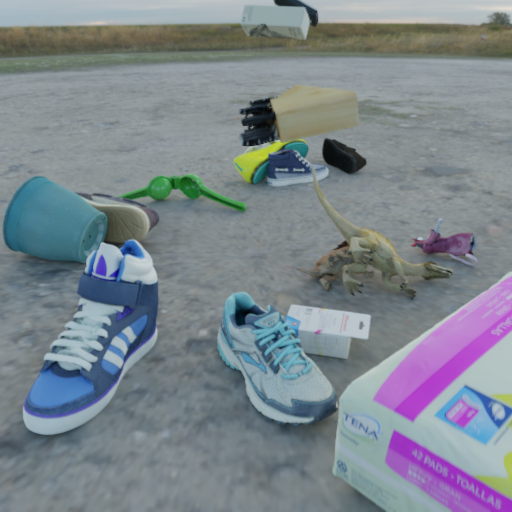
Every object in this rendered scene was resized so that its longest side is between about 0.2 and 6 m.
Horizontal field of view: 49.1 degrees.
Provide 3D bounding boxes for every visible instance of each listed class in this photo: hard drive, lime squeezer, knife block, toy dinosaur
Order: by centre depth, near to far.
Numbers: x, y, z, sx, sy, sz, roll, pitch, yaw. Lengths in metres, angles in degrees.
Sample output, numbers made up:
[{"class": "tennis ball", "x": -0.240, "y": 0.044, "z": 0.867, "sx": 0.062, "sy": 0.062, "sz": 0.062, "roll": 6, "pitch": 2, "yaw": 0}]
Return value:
[{"class": "toy dinosaur", "x": 1.903, "y": -0.130, "z": 9.731, "sx": 3.121, "sy": 0.908, "sz": 1.578, "roll": 34, "pitch": 36, "yaw": -3}, {"class": "toy dinosaur", "x": 1.436, "y": 0.111, "z": 10.186, "sx": 1.543, "sy": 0.662, "sz": 1.046, "roll": -20, "pitch": 18, "yaw": -6}, {"class": "knife block", "x": 0.824, "y": -3.062, "z": 12.686, "sx": 2.407, "sy": 0.770, "sz": 2.113, "roll": 20, "pitch": 49, "yaw": 35}, {"class": "hard drive", "x": 0.922, "y": -5.930, "z": 13.341, "sx": 1.183, "sy": 0.195, "sz": 0.826, "roll": 32, "pitch": 8, "yaw": 5}, {"class": "lime squeezer", "x": -2.042, "y": -1.454, "z": 13.663, "sx": 3.560, "sy": 0.672, "sz": 1.257, "roll": 1, "pitch": 56, "yaw": -2}]

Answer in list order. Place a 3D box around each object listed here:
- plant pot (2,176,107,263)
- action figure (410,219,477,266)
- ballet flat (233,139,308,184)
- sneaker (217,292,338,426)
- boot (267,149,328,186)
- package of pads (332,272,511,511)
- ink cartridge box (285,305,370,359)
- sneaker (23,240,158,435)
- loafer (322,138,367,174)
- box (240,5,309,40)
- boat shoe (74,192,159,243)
[{"class": "plant pot", "x": -3.723, "y": -0.569, "z": 10.716, "sx": 1.447, "sy": 1.540, "sz": 1.540, "roll": 20, "pitch": 29, "yaw": 6}, {"class": "action figure", "x": 3.650, "y": -0.171, "z": 10.967, "sx": 1.235, "sy": 0.827, "sz": 0.920, "roll": -2, "pitch": 64, "yaw": 18}, {"class": "ballet flat", "x": 0.407, "y": -2.863, "z": 15.834, "sx": 0.965, "sy": 0.962, "sz": 2.880, "roll": 35, "pitch": 41, "yaw": 20}, {"class": "sneaker", "x": 0.159, "y": 1.253, "z": 7.258, "sx": 0.911, "sy": 1.013, "sz": 2.346, "roll": -16, "pitch": 30, "yaw": -30}, {"class": "boot", "x": 1.173, "y": -2.477, "z": 15.239, "sx": 1.922, "sy": 0.868, "sz": 0.699, "roll": -15, "pitch": 29, "yaw": -29}, {"class": "package of pads", "x": 3.296, "y": 1.711, "z": 5.853, "sx": 4.087, "sy": 1.394, "sz": 3.157, "roll": -23, "pitch": 34, "yaw": -39}, {"class": "ink cartridge box", "x": 1.037, "y": 1.121, "z": 8.236, "sx": 1.211, "sy": 0.411, "sz": 0.697, "roll": 6, "pitch": 26, "yaw": 13}, {"class": "sneaker", "x": -2.139, "y": 0.794, "z": 7.225, "sx": 1.027, "sy": 1.866, "sz": 2.548, "roll": 10, "pitch": 27, "yaw": 20}, {"class": "loafer", "x": 2.582, "y": -2.925, "z": 16.523, "sx": 0.683, "sy": 0.699, "sz": 1.915, "roll": -7, "pitch": 36, "yaw": -24}, {"class": "box", "x": 0.406, "y": -4.981, "z": 11.950, "sx": 1.362, "sy": 0.466, "sz": 0.560, "roll": 11, "pitch": -5, "yaw": 19}, {"class": "boat shoe", "x": -3.306, "y": -0.834, "z": 11.814, "sx": 2.739, "sy": 0.985, "sz": 0.887, "roll": 8, "pitch": 14, "yaw": 23}]
